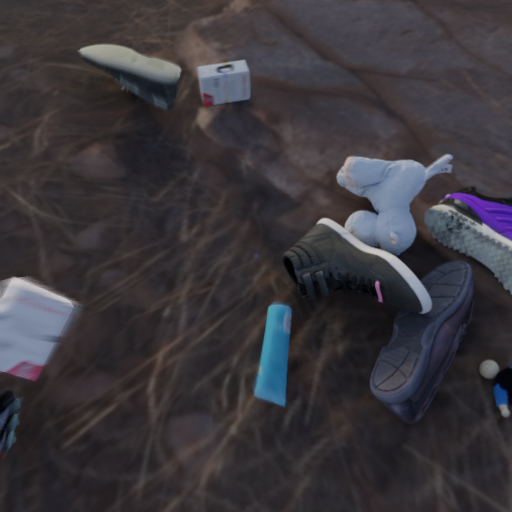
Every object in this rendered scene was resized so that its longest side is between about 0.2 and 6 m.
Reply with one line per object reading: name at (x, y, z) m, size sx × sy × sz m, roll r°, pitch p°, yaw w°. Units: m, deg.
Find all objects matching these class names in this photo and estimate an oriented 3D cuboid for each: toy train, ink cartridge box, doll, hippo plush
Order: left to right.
toy train at (-3.415, 2.285, 7.460) m, size 0.403 × 0.539 × 0.946 m, roll 16°, pitch 38°, yaw -26°
ink cartridge box at (-3.266, 1.020, 7.874) m, size 0.503 × 0.864 × 1.187 m, roll 20°, pitch 82°, yaw 58°
ink cartridge box at (-0.645, -3.492, 11.352) m, size 0.977 × 0.712 × 0.405 m, roll -11°, pitch 55°, yaw -7°
hippo plush at (2.247, -0.774, 9.403) m, size 1.894 × 1.509 × 1.523 m, roll 3°, pitch 86°, yaw 19°
doll at (3.762, 1.985, 7.930) m, size 0.919 × 0.326 × 1.347 m, roll -37°, pitch 64°, yaw -23°

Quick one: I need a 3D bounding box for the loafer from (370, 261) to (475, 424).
loafer at (2.548, 1.227, 8.275) m, size 0.960 × 0.841 × 2.671 m, roll -3°, pitch 40°, yaw 50°

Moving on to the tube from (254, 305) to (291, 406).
tube at (0.282, 1.423, 8.197) m, size 0.546 × 0.356 × 1.411 m, roll 23°, pitch 59°, yaw -25°

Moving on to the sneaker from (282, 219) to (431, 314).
sneaker at (1.390, 0.408, 8.530) m, size 1.238 × 0.882 × 2.495 m, roll -36°, pitch 46°, yaw -17°

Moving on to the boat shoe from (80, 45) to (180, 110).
boat shoe at (-2.633, -3.694, 11.392) m, size 2.505 × 0.847 × 0.900 m, roll 27°, pitch 41°, yaw 23°

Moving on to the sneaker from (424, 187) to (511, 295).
sneaker at (4.187, -0.312, 9.111) m, size 1.304 × 0.911 × 2.621 m, roll -38°, pitch 64°, yaw -23°
